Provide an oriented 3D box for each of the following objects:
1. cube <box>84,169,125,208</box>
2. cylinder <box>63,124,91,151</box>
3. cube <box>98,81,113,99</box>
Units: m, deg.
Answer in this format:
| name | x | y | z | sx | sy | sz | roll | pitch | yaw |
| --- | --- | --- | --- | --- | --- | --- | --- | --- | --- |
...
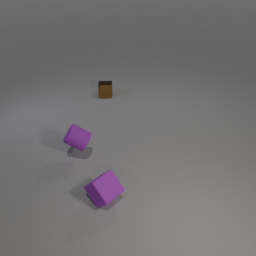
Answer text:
| name | x | y | z | sx | sy | sz | roll | pitch | yaw |
| --- | --- | --- | --- | --- | --- | --- | --- | --- | --- |
| cube | -0.661 | 1.684 | 7.774 | 0.700 | 0.700 | 0.700 | -33 | 88 | -35 |
| cylinder | -1.687 | 0.317 | 9.337 | 0.700 | 0.700 | 0.700 | 29 | 26 | -17 |
| cube | -1.144 | -1.953 | 14.251 | 0.700 | 0.700 | 0.700 | -2 | 30 | -2 |
